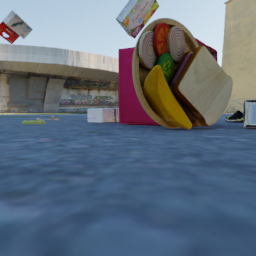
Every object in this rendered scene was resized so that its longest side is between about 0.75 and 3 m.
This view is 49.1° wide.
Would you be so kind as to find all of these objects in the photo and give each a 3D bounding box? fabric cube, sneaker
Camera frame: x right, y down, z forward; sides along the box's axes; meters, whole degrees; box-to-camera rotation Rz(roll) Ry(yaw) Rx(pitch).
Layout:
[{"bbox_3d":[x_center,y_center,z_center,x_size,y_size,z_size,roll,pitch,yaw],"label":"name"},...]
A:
[{"bbox_3d":[1.484,-1.434,9.845,2.674,2.631,2.682,0,4,33],"label":"fabric cube"},{"bbox_3d":[4.448,-0.475,11.355,0.432,0.498,1.204,-2,4,-27],"label":"sneaker"}]

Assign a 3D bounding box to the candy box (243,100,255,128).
[{"bbox_3d":[4.377,-0.346,6.955,2.440,0.744,1.664,2,3,41],"label":"candy box"}]

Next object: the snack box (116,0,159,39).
[{"bbox_3d":[0.366,-4.186,10.130,0.405,1.527,1.086,40,5,33],"label":"snack box"}]

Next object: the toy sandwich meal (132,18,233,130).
[{"bbox_3d":[1.387,-1.284,6.914,3.045,3.045,1.043,-3,2,-40],"label":"toy sandwich meal"}]

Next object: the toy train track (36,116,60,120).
[{"bbox_3d":[-4.022,-0.487,14.120,0.722,0.205,1.258,3,5,41],"label":"toy train track"}]

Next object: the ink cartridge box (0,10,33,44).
[{"bbox_3d":[-3.291,-2.832,8.080,0.201,0.793,0.900,46,2,14],"label":"ink cartridge box"}]

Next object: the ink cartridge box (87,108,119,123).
[{"bbox_3d":[-0.852,-0.521,11.539,0.991,0.581,1.354,3,3,43],"label":"ink cartridge box"}]

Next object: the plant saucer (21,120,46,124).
[{"bbox_3d":[-3.420,-0.218,10.180,0.862,0.134,0.862,0,4,0],"label":"plant saucer"}]
